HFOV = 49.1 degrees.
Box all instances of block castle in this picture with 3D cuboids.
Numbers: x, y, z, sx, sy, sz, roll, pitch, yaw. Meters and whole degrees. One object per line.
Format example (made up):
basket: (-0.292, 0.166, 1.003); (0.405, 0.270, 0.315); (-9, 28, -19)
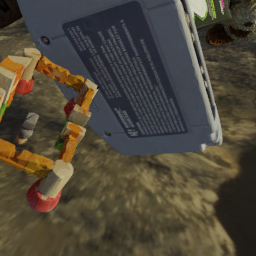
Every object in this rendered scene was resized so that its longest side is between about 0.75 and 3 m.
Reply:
block castle: (-0.750, -0.025, 2.201); (0.799, 0.561, 1.196); (27, 39, -17)

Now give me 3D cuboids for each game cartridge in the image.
game cartridge: (0.005, -0.615, 3.294); (1.728, 2.596, 0.531); (-9, 45, 23)

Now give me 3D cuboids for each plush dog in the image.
plush dog: (2.301, -2.490, 5.477); (2.041, 1.753, 1.638); (-5, 44, 29)

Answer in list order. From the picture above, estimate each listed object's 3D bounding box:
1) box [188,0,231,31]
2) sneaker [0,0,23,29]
box: (0.219, -1.979, 4.352); (1.701, 1.424, 2.290); (-4, 18, 47)
sneaker: (-2.482, -1.686, 4.506); (2.950, 1.039, 1.114); (-29, 57, 3)
